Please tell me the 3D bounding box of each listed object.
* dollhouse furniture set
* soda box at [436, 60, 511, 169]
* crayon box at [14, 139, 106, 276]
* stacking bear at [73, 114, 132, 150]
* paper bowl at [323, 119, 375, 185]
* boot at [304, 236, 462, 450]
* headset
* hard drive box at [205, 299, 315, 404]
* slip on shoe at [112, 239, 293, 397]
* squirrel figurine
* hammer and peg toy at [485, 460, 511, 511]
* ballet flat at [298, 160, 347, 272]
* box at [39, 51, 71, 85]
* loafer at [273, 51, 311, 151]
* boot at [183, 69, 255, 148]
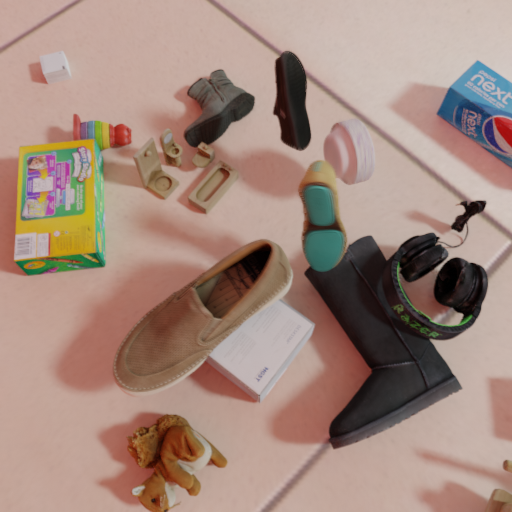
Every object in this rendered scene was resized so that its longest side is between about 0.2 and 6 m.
[{"bbox_3d":[-1.380,-1.810,11.435,1.496,1.219,1.423,34,71,13],"label":"dollhouse furniture set"},{"bbox_3d":[5.513,-2.722,11.948,3.106,0.996,1.053,42,73,17],"label":"soda box"},{"bbox_3d":[-3.928,-1.021,11.337,1.575,0.773,2.652,-6,67,-3],"label":"crayon box"},{"bbox_3d":[-3.298,-2.615,12.100,1.199,0.728,0.682,-2,48,-12],"label":"stacking bear"},{"bbox_3d":[1.726,-1.975,10.779,0.635,1.222,1.222,-15,68,-12],"label":"paper bowl"},{"bbox_3d":[1.781,1.463,10.094,2.649,1.055,3.214,-21,72,-20],"label":"boot"},{"bbox_3d":[3.522,0.155,10.375,1.850,1.408,2.996,36,50,2],"label":"headset"},{"bbox_3d":[-0.272,1.358,10.267,2.116,0.813,1.649,36,71,15],"label":"hard drive box"},{"bbox_3d":[-0.931,0.971,9.297,3.536,1.071,1.344,-32,66,-7],"label":"slip on shoe"},{"bbox_3d":[-1.518,3.494,9.440,1.489,1.054,1.390,38,82,30],"label":"squirrel figurine"},{"bbox_3d":[4.495,4.682,8.781,2.189,1.049,2.976,26,69,12],"label":"hammer and peg toy"},{"bbox_3d":[1.173,-0.662,9.602,0.798,2.326,0.733,3,52,10],"label":"ballet flat"},{"bbox_3d":[-4.650,-4.364,12.985,0.566,0.370,0.563,-16,68,-7],"label":"box"},{"bbox_3d":[0.558,-2.898,10.614,0.656,1.838,0.671,9,27,38],"label":"loafer"},{"bbox_3d":[-1.110,-3.293,12.461,1.996,0.676,1.304,-40,67,-22],"label":"boot"}]
